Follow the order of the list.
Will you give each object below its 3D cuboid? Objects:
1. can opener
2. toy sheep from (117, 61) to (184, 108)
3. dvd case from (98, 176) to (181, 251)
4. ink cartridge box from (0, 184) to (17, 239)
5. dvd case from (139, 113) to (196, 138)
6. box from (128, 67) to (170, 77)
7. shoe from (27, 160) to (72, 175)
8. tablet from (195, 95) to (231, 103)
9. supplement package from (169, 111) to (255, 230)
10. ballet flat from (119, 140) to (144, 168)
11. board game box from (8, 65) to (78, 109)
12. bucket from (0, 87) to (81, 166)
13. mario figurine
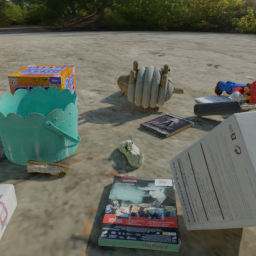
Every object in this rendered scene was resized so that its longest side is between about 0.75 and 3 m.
[{"bbox_3d":[4.050,-0.613,10.728,2.995,0.996,0.788,2,-4,23],"label":"can opener"},{"bbox_3d":[0.961,-1.802,12.152,2.925,2.017,2.017,11,25,8],"label":"toy sheep"},{"bbox_3d":[0.299,1.766,6.206,1.559,0.235,2.136,2,25,4],"label":"dvd case"},{"bbox_3d":[-3.016,1.798,5.664,1.028,0.602,1.422,-1,23,-2],"label":"ink cartridge box"},{"bbox_3d":[1.502,-0.132,10.568,1.758,0.140,1.307,-21,32,-39],"label":"dvd case"},{"bbox_3d":[1.037,-2.455,14.297,1.558,0.871,2.208,13,28,25],"label":"box"},{"bbox_3d":[-2.150,1.110,7.640,1.240,0.331,0.434,7,-8,5],"label":"shoe"},{"bbox_3d":[4.161,-1.327,13.295,1.680,0.115,1.093,-9,26,-19],"label":"tablet"},{"bbox_3d":[2.019,0.863,4.965,1.540,1.546,2.635,-8,-19,-15],"label":"supplement package"},{"bbox_3d":[0.094,0.643,8.413,0.515,0.515,1.481,-9,25,-20],"label":"ballet flat"},{"bbox_3d":[-3.194,-1.317,10.995,1.940,1.942,1.941,2,24,4],"label":"board game box"},{"bbox_3d":[-2.717,-0.132,8.655,2.628,1.710,2.628,0,25,0],"label":"bucket"},{"bbox_3d":[5.202,-1.433,12.771,1.685,1.447,2.730,-39,25,-8],"label":"mario figurine"}]
